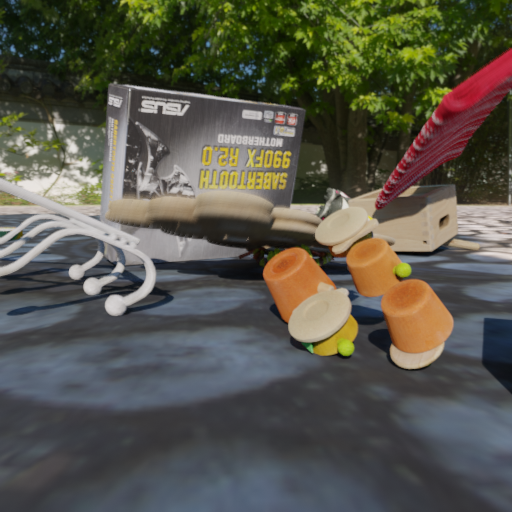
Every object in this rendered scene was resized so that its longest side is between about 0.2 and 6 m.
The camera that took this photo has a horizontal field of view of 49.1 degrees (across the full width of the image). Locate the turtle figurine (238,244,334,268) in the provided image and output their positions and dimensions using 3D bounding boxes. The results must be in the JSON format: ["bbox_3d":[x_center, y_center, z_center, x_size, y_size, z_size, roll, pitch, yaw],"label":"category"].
[{"bbox_3d":[0.342,0.078,6.621,1.189,0.383,0.959,4,-3,5],"label":"turtle figurine"}]

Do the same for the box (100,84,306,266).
[{"bbox_3d":[-0.764,-1.175,8.440,3.041,2.408,0.735,-4,20,-37],"label":"box"}]

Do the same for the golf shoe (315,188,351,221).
[{"bbox_3d":[2.438,-1.106,15.493,1.299,1.138,2.949,26,10,9],"label":"golf shoe"}]

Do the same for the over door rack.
[{"bbox_3d":[-2.646,-0.539,4.979,3.211,1.070,2.372,37,-11,-26],"label":"over door rack"}]

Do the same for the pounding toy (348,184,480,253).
[{"bbox_3d":[2.741,-0.522,9.590,1.607,1.241,1.746,1,14,37],"label":"pounding toy"}]

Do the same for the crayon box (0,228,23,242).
[{"bbox_3d":[-5.446,-0.461,12.070,0.595,0.244,0.946,0,7,1],"label":"crayon box"}]

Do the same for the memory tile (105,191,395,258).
[{"bbox_3d":[0.022,-0.304,6.652,2.330,0.255,3.039,1,-8,44],"label":"memory tile"}]

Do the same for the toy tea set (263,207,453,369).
[{"bbox_3d":[0.670,0.331,3.864,0.997,0.621,1.677,-32,27,3],"label":"toy tea set"}]

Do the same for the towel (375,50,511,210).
[{"bbox_3d":[2.714,-1.717,7.753,1.895,0.295,2.620,-35,-14,-20],"label":"towel"}]
